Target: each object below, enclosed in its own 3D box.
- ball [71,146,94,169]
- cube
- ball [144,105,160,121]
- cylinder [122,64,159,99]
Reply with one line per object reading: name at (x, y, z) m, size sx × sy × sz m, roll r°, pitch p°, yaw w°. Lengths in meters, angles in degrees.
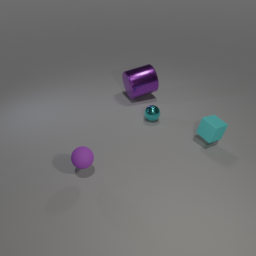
ball at (-1.403, 0.913, 8.638) m, size 0.700 × 0.700 × 0.700 m, roll 0°, pitch 31°, yaw 0°
cube at (3.084, 0.024, 10.305) m, size 0.700 × 0.700 × 0.700 m, roll -13°, pitch 43°, yaw -34°
ball at (1.060, -0.648, 12.169) m, size 0.700 × 0.700 × 0.700 m, roll 0°, pitch 31°, yaw 0°
cylinder at (0.605, -2.299, 13.870) m, size 1.400 × 1.400 × 1.400 m, roll -19°, pitch 35°, yaw -12°
